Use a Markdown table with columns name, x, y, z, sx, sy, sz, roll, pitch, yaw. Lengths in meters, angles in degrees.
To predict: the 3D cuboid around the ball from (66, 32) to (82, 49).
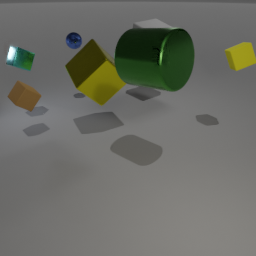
| name | x | y | z | sx | sy | sz | roll | pitch | yaw |
| --- | --- | --- | --- | --- | --- | --- | --- | --- | --- |
| ball | -2.321 | -3.747 | 12.026 | 0.700 | 0.700 | 0.700 | 0 | 28 | 0 |

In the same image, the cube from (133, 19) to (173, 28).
| name | x | y | z | sx | sy | sz | roll | pitch | yaw |
| --- | --- | --- | --- | --- | --- | --- | --- | --- | --- |
| cube | 1.105 | -3.881 | 12.542 | 1.400 | 1.400 | 1.400 | -25 | 51 | -33 |

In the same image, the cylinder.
| name | x | y | z | sx | sy | sz | roll | pitch | yaw |
| --- | --- | --- | --- | --- | --- | --- | --- | --- | --- |
| cylinder | 0.633 | -1.653 | 6.702 | 1.400 | 1.400 | 1.400 | 17 | 32 | 41 |

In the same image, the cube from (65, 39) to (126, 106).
| name | x | y | z | sx | sy | sz | roll | pitch | yaw |
| --- | --- | --- | --- | --- | --- | --- | --- | --- | --- |
| cube | -1.078 | -1.909 | 9.772 | 1.400 | 1.400 | 1.400 | -41 | 51 | 12 |

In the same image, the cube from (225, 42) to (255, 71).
| name | x | y | z | sx | sy | sz | roll | pitch | yaw |
| --- | --- | --- | --- | --- | --- | --- | --- | --- | --- |
| cube | 3.767 | -2.404 | 9.398 | 0.700 | 0.700 | 0.700 | -21 | 16 | 10 |

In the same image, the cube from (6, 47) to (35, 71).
| name | x | y | z | sx | sy | sz | roll | pitch | yaw |
| --- | --- | --- | --- | --- | --- | --- | --- | --- | --- |
| cube | -4.041 | -2.601 | 10.542 | 0.700 | 0.700 | 0.700 | 13 | 5 | -44 |

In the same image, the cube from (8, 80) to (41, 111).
| name | x | y | z | sx | sy | sz | roll | pitch | yaw |
| --- | --- | --- | --- | --- | --- | --- | --- | --- | --- |
| cube | -3.631 | -1.120 | 9.835 | 0.700 | 0.700 | 0.700 | 38 | 6 | 35 |
